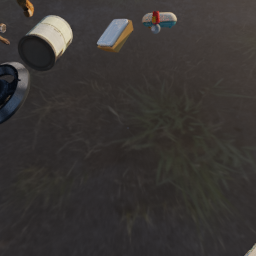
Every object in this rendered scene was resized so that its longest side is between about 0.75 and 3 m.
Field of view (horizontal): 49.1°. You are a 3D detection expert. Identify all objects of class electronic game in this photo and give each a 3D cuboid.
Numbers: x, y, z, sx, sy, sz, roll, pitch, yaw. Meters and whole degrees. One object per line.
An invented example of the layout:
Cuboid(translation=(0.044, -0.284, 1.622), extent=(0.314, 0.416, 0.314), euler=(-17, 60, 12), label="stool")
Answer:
Cuboid(translation=(-2.069, -0.552, 4.477), extent=(1.193, 0.248, 1.193), euler=(-10, 63, 19), label="electronic game")

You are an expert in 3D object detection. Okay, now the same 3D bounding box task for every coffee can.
Cuboid(translation=(-2.462, -2.599, 8.512), extent=(1.120, 1.120, 1.530), euler=(8, 42, 6), label="coffee can")

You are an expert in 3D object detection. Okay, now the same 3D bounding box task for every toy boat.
Cuboid(translation=(0.960, -3.370, 8.988), extent=(1.136, 0.628, 1.351), euler=(3, 20, 14), label="toy boat")

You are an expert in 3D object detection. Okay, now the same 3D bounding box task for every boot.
Cuboid(translation=(-3.335, -4.126, 9.185), extent=(0.336, 0.877, 0.681), euler=(-14, 35, 7), label="boot")

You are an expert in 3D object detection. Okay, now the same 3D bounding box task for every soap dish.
Cuboid(translation=(-0.387, -2.849, 8.708), extent=(0.854, 0.441, 1.085), euler=(24, 78, 49), label="soap dish")

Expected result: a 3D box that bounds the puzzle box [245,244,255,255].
Cuboid(translation=(2.311, 1.985, 4.778), extent=(1.337, 0.889, 0.170), euler=(-28, 56, -29), label="puzzle box")

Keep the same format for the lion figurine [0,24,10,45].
Cuboid(translation=(-3.858, -2.046, 5.920), extent=(1.565, 0.926, 2.555), euler=(13, 11, 7), label="lion figurine")
